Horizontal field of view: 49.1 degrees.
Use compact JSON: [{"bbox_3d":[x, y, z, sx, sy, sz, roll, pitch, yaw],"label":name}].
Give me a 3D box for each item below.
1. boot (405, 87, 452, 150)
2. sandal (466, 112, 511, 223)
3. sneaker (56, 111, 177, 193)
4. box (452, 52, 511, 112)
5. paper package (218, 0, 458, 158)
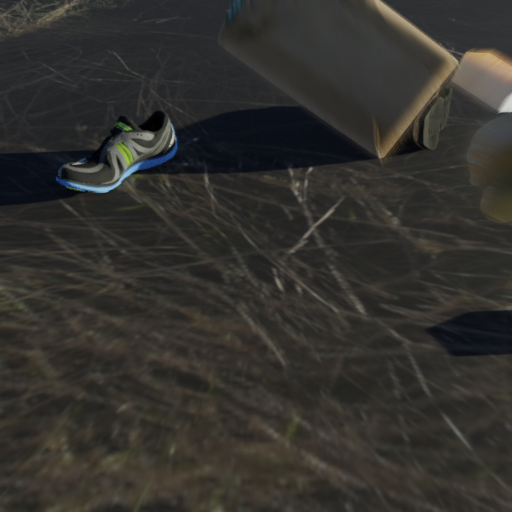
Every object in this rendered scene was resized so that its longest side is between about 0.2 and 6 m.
[{"bbox_3d":[3.009,-3.012,12.018,1.917,1.074,2.772,12,26,21],"label":"boot"},{"bbox_3d":[2.866,-1.209,6.318,1.043,2.844,0.935,-21,71,23],"label":"sandal"},{"bbox_3d":[-2.618,-2.008,10.483,0.964,1.127,2.720,25,44,31],"label":"sneaker"},{"bbox_3d":[3.369,-2.470,7.933,0.577,0.452,0.928,-12,48,-35],"label":"box"},{"bbox_3d":[1.068,-3.063,7.891,2.764,1.500,2.900,31,27,-12],"label":"paper package"}]
